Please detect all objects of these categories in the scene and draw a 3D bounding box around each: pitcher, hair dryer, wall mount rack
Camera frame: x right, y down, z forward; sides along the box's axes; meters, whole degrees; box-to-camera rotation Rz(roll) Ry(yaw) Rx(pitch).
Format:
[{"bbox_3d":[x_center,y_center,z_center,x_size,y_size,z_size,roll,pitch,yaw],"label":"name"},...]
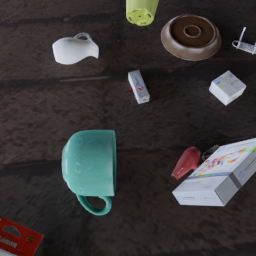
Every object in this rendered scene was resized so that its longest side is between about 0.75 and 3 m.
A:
[{"bbox_3d":[-2.431,-3.669,12.646,1.855,1.125,1.592,-14,56,-18],"label":"pitcher"},{"bbox_3d":[2.613,1.442,10.151,2.160,0.587,1.645,-9,63,-4],"label":"hair dryer"},{"bbox_3d":[5.666,-4.066,13.137,1.326,0.494,1.152,22,64,10],"label":"wall mount rack"}]

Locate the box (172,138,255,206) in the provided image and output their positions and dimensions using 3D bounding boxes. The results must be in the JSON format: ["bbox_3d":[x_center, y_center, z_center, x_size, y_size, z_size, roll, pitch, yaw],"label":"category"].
[{"bbox_3d":[2.705,1.240,8.025,2.494,1.944,0.513,-34,92,-26],"label":"box"}]

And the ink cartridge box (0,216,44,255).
[{"bbox_3d":[-3.947,3.799,8.660,2.057,0.448,1.785,26,64,-6],"label":"ink cartridge box"}]

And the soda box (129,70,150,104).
[{"bbox_3d":[0.451,-1.762,11.928,0.488,0.454,1.430,-16,63,-8],"label":"soda box"}]

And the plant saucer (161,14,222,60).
[{"bbox_3d":[3.055,-4.494,13.401,2.917,0.468,2.917,0,61,0],"label":"plant saucer"}]

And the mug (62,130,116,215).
[{"bbox_3d":[-1.260,1.355,9.278,1.632,2.168,2.639,0,60,1],"label":"mug"}]

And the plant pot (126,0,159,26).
[{"bbox_3d":[0.522,-4.698,10.386,1.551,1.551,1.426,7,78,4],"label":"plant pot"}]

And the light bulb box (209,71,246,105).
[{"bbox_3d":[4.174,-1.688,11.785,1.004,0.632,1.013,-33,66,-16],"label":"light bulb box"}]
